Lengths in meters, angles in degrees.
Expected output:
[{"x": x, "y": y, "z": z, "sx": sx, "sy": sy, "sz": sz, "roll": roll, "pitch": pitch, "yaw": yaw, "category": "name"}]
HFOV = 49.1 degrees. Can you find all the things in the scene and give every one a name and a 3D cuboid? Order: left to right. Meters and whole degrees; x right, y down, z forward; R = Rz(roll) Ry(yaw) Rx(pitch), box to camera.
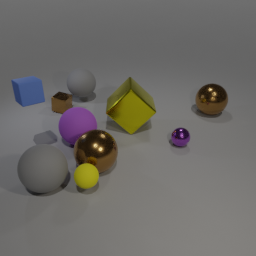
[{"x": -3.018, "y": -1.123, "z": 8.482, "sx": 0.700, "sy": 0.700, "sz": 0.700, "roll": -19, "pitch": 29, "yaw": -32, "category": "cube"}, {"x": -2.454, "y": 1.160, "z": 8.103, "sx": 1.400, "sy": 1.400, "sz": 1.400, "roll": 0, "pitch": 30, "yaw": 0, "category": "ball"}, {"x": -3.012, "y": -1.154, "z": 12.778, "sx": 0.700, "sy": 0.700, "sz": 0.700, "roll": 15, "pitch": 34, "yaw": 11, "category": "cube"}, {"x": -1.832, "y": -0.066, "z": 10.276, "sx": 1.400, "sy": 1.400, "sz": 1.400, "roll": 0, "pitch": 30, "yaw": 0, "category": "ball"}, {"x": -2.255, "y": -2.185, "z": 13.571, "sx": 1.400, "sy": 1.400, "sz": 1.400, "roll": 0, "pitch": 30, "yaw": 0, "category": "ball"}, {"x": -1.175, "y": 1.354, "z": 7.901, "sx": 0.700, "sy": 0.700, "sz": 0.700, "roll": 0, "pitch": 30, "yaw": 0, "category": "ball"}, {"x": -1.016, "y": 0.736, "z": 8.863, "sx": 1.400, "sy": 1.400, "sz": 1.400, "roll": 0, "pitch": 30, "yaw": 0, "category": "ball"}, {"x": 0.106, "y": -0.902, "z": 11.169, "sx": 1.400, "sy": 1.400, "sz": 1.400, "roll": 40, "pitch": 22, "yaw": -21, "category": "cube"}, {"x": 1.924, "y": 0.329, "z": 10.234, "sx": 0.700, "sy": 0.700, "sz": 0.700, "roll": 0, "pitch": 30, "yaw": 0, "category": "ball"}, {"x": 3.686, "y": -1.260, "z": 12.362, "sx": 1.400, "sy": 1.400, "sz": 1.400, "roll": 0, "pitch": 30, "yaw": 0, "category": "ball"}]
